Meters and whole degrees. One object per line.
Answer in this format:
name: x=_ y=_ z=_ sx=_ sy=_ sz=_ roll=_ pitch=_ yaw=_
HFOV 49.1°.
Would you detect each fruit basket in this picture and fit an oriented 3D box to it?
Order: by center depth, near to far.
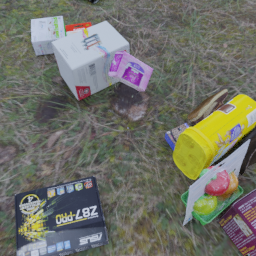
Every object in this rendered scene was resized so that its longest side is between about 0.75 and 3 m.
fruit basket: x=2.334 y=1.549 z=7.739 sx=2.207 sy=2.383 sz=1.117 roll=-33 pitch=48 yaw=-19

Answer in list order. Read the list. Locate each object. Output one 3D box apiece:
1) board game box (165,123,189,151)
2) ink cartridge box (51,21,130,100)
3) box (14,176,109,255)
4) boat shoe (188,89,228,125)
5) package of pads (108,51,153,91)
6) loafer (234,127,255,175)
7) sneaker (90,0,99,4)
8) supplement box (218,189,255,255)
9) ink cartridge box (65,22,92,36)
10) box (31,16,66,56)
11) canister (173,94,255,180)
board game box: x=1.816 y=0.333 z=9.716 sx=0.843 sy=0.408 sz=0.672 roll=-24 pitch=59 yaw=-14
ink cartridge box: x=-1.353 y=-2.636 z=10.895 sx=2.421 sy=1.759 sz=1.751 roll=-28 pitch=60 yaw=-17
box: x=-1.933 y=2.610 z=8.071 sx=2.440 sy=0.599 sz=1.966 roll=-11 pitch=60 yaw=-8
boat shoe: x=3.093 y=-0.671 z=10.299 sx=2.201 sy=0.794 sz=0.792 roll=-38 pitch=94 yaw=-34
package of pads: x=0.111 y=-1.882 z=9.431 sx=0.561 sy=1.483 sz=0.894 roll=19 pitch=89 yaw=51
loafer: x=4.390 y=0.548 z=9.174 sx=1.040 sy=1.064 sz=2.915 roll=37 pitch=63 yaw=23
sneaker: x=-2.094 y=-6.807 z=14.456 sx=1.511 sy=0.567 sz=0.872 roll=-5 pitch=58 yaw=-5
supplement box: x=3.644 y=2.904 z=7.386 sx=1.121 sy=1.422 sz=2.173 roll=-25 pitch=60 yaw=-18
ink cartridge box: x=-2.222 y=-4.477 z=12.982 sx=1.291 sy=0.399 sz=1.592 roll=-11 pitch=59 yaw=-8
box: x=-3.514 y=-4.145 z=12.498 sx=1.452 sy=0.796 sz=1.645 roll=-11 pitch=57 yaw=-7
canister: x=2.814 y=0.253 z=8.883 sx=2.611 sy=1.939 sz=1.130 roll=-32 pitch=62 yaw=-22
